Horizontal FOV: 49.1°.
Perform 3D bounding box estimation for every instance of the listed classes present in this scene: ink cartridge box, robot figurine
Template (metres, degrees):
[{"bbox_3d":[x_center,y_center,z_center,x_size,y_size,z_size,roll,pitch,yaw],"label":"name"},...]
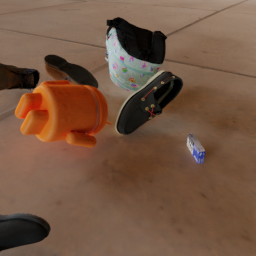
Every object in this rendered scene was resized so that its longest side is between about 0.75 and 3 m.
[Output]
[{"bbox_3d":[1.763,0.518,7.296,0.180,0.383,0.815,-6,33,-7],"label":"ink cartridge box"},{"bbox_3d":[-1.578,-0.399,7.468,2.552,1.488,1.836,-8,24,-43],"label":"robot figurine"}]

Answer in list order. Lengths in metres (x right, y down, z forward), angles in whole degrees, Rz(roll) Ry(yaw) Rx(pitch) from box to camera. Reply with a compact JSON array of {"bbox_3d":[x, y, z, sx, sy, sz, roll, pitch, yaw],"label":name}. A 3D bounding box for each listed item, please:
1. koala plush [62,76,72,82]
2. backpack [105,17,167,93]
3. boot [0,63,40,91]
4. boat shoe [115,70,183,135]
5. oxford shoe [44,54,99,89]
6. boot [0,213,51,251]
[{"bbox_3d":[-2.016,-1.236,9.537,0.759,0.673,0.697,32,32,-6],"label":"koala plush"},{"bbox_3d":[0.293,-2.709,10.578,2.442,1.852,2.926,7,40,-15],"label":"backpack"},{"bbox_3d":[-3.909,-1.789,9.596,1.402,1.080,2.892,-3,16,-10],"label":"boot"},{"bbox_3d":[0.607,-0.703,8.093,2.427,0.888,0.761,-45,46,-13],"label":"boat shoe"},{"bbox_3d":[-2.166,-1.951,10.796,2.378,0.848,0.848,31,47,13],"label":"oxford shoe"},{"bbox_3d":[-2.164,2.161,4.220,1.470,0.585,1.783,-5,31,16],"label":"boot"}]
